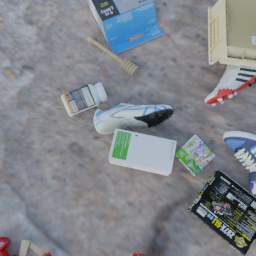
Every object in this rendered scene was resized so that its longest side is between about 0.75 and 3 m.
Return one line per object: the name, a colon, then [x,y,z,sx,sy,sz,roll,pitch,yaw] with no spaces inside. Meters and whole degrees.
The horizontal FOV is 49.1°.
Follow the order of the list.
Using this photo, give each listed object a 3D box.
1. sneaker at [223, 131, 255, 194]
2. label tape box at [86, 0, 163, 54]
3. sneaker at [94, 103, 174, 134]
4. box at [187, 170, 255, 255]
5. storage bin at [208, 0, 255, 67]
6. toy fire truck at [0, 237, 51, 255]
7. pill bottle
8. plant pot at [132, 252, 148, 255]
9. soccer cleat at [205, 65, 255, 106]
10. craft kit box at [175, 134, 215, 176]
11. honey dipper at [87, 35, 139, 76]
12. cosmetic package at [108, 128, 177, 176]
sneaker: [3.662,1.109,8.211,2.080,0.838,1.523,23,69,0]
label tape box: [-0.187,-4.144,9.610,1.933,0.892,2.698,-25,75,-6]
sneaker: [0.174,-0.448,8.669,2.501,0.899,0.907,-9,61,-7]
box: [2.936,2.400,8.107,1.911,0.471,1.526,38,80,9]
storage bin: [3.866,-2.963,8.972,2.273,1.065,2.256,6,78,-11]
toy fire truck: [-2.990,3.557,7.836,1.145,0.396,1.624,-43,78,-11]
pill bottle: [-1.359,-0.924,8.831,1.310,0.762,0.762,-23,76,-6]
plant pot: [0.621,3.834,7.437,0.935,0.961,0.961,9,75,-13]
soccer cleat: [3.285,-1.524,8.967,2.336,0.801,0.995,-30,81,-12]
craft kit box: [2.047,0.827,8.594,0.913,0.221,0.901,-43,86,-10]
honey dipper: [-0.569,-2.511,9.439,2.141,0.407,0.407,39,79,11]
cosmetic package: [0.434,0.731,8.378,1.853,0.786,0.997,10,73,4]
